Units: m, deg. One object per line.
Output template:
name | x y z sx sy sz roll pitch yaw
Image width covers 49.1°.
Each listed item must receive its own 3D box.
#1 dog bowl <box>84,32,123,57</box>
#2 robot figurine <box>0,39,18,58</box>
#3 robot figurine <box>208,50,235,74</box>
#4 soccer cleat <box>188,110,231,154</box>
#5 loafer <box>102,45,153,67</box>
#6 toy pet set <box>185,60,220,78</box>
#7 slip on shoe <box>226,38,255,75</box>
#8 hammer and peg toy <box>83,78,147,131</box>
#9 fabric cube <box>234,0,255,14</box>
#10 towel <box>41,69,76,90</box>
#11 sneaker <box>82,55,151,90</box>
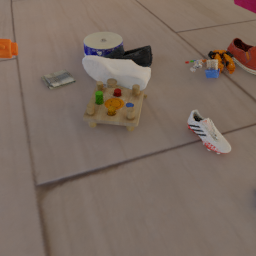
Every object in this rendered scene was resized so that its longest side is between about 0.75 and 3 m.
dog bowl | -1.105 -3.682 12.749 1.794 0.707 1.794 0 43 0
robot figurine | -3.632 -2.264 7.944 0.946 0.552 0.680 -2 37 -16
robot figurine | 4.049 -2.907 12.109 1.087 0.436 1.499 1 43 1
soccer cleat | 2.476 0.105 8.609 0.595 0.739 1.735 -21 46 -21
loafer | -0.322 -2.979 11.713 2.736 0.960 0.929 -6 28 -7
toy pet set | 3.110 -2.441 11.572 1.249 0.710 1.337 5 18 27
slip on shoe | 5.307 -2.998 11.918 1.017 0.840 2.745 -19 47 -21
hammer and peg toy | -0.338 -1.026 9.713 1.877 0.900 2.552 7 43 7
fabric cube | 3.661 -3.839 7.564 1.131 1.113 1.135 36 13 20
towel | -2.829 -1.994 11.293 1.139 0.197 1.097 -24 48 -23
sneaker | -0.415 -2.358 11.069 2.718 1.023 1.202 20 54 7
